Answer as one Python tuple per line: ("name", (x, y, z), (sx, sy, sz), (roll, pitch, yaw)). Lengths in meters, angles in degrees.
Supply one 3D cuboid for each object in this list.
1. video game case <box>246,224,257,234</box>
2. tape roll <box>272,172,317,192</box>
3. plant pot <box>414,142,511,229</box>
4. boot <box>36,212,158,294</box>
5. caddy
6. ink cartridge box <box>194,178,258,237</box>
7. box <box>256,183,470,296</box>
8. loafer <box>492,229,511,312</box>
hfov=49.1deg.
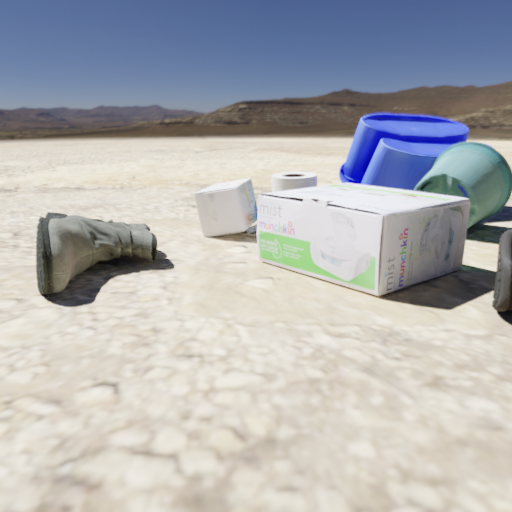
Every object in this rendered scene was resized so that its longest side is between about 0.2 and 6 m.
("video game case", (0.496, -0.828, 12.157), (1.119, 0.135, 1.228), (-22, 4, 27))
("tape roll", (1.025, -1.770, 15.098), (1.219, 0.837, 1.219), (-1, 17, 0))
("plant pot", (4.337, -1.349, 12.065), (1.837, 1.837, 1.799), (11, 29, 35))
("boot", (-2.510, -0.178, 9.161), (1.917, 0.994, 2.935), (2, 15, -15))
("caddy", (4.182, -2.262, 14.765), (3.975, 2.087, 2.810), (-1, 36, -16))
("ink cartridge box", (-0.599, -1.039, 11.932), (0.941, 0.958, 1.302), (-8, 14, 17))
("box", (1.727, -0.447, 9.343), (2.328, 1.276, 2.639), (-13, 20, -40))
("loafer", (4.006, 0.125, 7.693), (1.008, 1.032, 2.826), (10, 18, 35))
